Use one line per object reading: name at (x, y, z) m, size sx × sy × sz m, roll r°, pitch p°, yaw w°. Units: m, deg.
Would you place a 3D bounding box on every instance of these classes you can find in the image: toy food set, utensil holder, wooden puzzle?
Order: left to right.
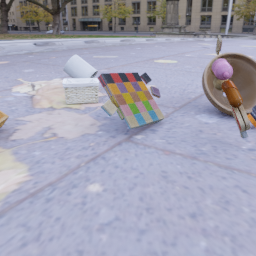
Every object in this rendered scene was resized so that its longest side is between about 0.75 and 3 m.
utensil holder at (-1.977, -2.367, 11.673) m, size 1.114 × 0.947 × 0.947 m, roll 39°, pitch 26°, yaw -1°
wooden puzzle at (0.154, -0.802, 7.732) m, size 0.195 × 1.650 × 2.782 m, roll -38°, pitch -14°, yaw 37°
toy food set at (2.182, -0.816, 6.178) m, size 0.346 × 2.200 × 1.398 m, roll -18°, pitch -8°, yaw 13°

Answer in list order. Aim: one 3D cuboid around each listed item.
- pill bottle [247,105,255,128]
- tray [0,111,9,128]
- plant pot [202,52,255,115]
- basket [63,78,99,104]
pill bottle at (3.821, -0.497, 7.568) m, size 1.161 × 0.617 × 0.617 m, roll -40°, pitch 10°, yaw 21°
tray at (-3.777, -0.180, 6.476) m, size 1.186 × 0.445 × 2.404 m, roll 36°, pitch 11°, yaw -13°
plant pot at (3.349, -1.293, 9.116) m, size 2.143 × 2.143 × 0.989 m, roll -3°, pitch -18°, yaw -8°
basket at (-1.699, -1.349, 10.183) m, size 1.279 × 0.789 × 0.867 m, roll -3°, pitch 21°, yaw -10°
